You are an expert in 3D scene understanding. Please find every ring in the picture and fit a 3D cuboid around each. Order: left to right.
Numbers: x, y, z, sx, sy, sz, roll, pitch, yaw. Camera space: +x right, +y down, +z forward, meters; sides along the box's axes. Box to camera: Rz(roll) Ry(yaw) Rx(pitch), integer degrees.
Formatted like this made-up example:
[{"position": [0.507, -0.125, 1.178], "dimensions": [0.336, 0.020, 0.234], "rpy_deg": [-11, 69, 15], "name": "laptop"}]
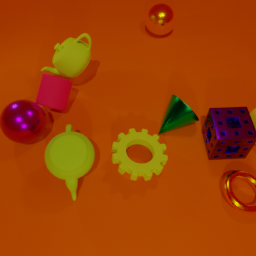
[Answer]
[{"position": [2.959, 1.606, 7.101], "dimensions": [1.164, 0.233, 1.164], "rpy_deg": [8, 54, -10], "name": "ring"}]

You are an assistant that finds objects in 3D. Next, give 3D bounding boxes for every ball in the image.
[{"position": [-2.941, -0.183, 7.898], "dimensions": [1.244, 1.244, 1.244], "rpy_deg": [0, 54, 0], "name": "ball"}, {"position": [1.259, -4.208, 10.844], "dimensions": [1.183, 1.183, 1.183], "rpy_deg": [0, 54, 0], "name": "ball"}]

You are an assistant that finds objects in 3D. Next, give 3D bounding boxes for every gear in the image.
[{"position": [0.305, 0.680, 7.473], "dimensions": [1.464, 0.271, 1.464], "rpy_deg": [5, 53, -6], "name": "gear"}]

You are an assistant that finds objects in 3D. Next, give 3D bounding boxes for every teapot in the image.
[{"position": [-1.886, -2.219, 8.792], "dimensions": [2.074, 1.015, 1.289], "rpy_deg": [-33, 40, 29], "name": "teapot"}, {"position": [-1.449, 0.810, 7.126], "dimensions": [1.227, 0.966, 1.973], "rpy_deg": [-5, 69, -6], "name": "teapot"}]

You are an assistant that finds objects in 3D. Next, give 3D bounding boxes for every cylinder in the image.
[{"position": [-2.243, -1.076, 8.517], "dimensions": [0.916, 0.916, 0.916], "rpy_deg": [15, 92, 11], "name": "cylinder"}]

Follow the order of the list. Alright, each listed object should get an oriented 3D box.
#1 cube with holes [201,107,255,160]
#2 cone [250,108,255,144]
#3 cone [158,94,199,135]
[{"position": [2.767, 0.156, 7.778], "dimensions": [1.048, 1.048, 1.048], "rpy_deg": [-2, 54, -2], "name": "cube with holes"}, {"position": [4.225, 0.036, 8.109], "dimensions": [1.150, 1.146, 1.146], "rpy_deg": [15, 47, -31], "name": "cone"}, {"position": [1.311, -0.210, 8.364], "dimensions": [1.138, 1.133, 1.133], "rpy_deg": [-45, 62, 2], "name": "cone"}]
